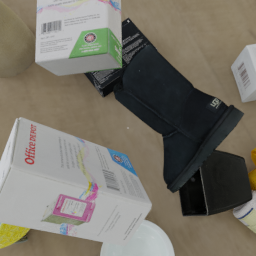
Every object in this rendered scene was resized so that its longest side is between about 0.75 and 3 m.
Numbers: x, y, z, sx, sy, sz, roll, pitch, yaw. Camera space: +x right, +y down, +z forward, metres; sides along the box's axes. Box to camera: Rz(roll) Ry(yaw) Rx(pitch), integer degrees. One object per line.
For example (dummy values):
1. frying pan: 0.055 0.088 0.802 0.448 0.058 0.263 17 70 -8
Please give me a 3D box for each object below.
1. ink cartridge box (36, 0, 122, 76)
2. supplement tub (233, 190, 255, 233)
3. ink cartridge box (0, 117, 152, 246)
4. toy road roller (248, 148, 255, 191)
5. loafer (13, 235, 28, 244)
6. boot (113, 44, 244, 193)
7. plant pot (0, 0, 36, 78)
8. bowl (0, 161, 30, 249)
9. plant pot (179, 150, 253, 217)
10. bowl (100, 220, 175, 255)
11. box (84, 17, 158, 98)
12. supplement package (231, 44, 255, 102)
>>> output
1. ink cartridge box: -1.182 -2.792 6.977 1.886 1.094 2.604 -3 82 16
2. supplement tub: 3.657 2.434 7.647 1.268 0.919 0.919 40 77 11
3. ink cartridge box: -1.109 1.002 5.417 2.591 1.872 1.097 23 107 -25
4. toy road roller: 4.313 1.461 7.750 1.666 1.403 2.282 -37 71 2
5. loafer: -3.273 2.967 7.765 1.021 0.384 0.356 7 77 2
6. boot: 0.678 -0.096 5.478 2.163 2.575 0.983 39 53 15
7. plant pot: -4.180 -3.036 8.607 2.154 2.300 2.154 0 73 -1
8. bowl: -2.951 2.024 7.429 1.310 2.434 2.434 30 70 -36
9. plant pot: 2.341 1.492 7.667 1.481 1.670 1.666 -1 72 -12
10. bowl: 0.235 3.375 7.397 1.887 0.848 1.887 0 73 -1
11. box: -0.388 -2.290 9.122 2.206 0.870 1.557 -35 79 -10
12. supplement package: 4.719 -1.825 8.705 2.352 1.380 1.375 -10 73 -3
